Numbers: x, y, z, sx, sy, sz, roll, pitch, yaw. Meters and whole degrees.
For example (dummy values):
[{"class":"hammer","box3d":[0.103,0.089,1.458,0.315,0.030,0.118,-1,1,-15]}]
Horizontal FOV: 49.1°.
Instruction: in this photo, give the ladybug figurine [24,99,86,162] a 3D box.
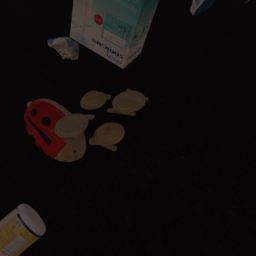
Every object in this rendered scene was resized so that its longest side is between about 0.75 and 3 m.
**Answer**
[{"class":"ladybug figurine","box3d":[-1.643,0.080,6.026,1.657,1.125,0.596,44,27,4]}]

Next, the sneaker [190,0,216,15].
[{"class":"sneaker","box3d":[1.655,-3.034,6.014,0.513,1.340,0.541,-28,72,-22]}]

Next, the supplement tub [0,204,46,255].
[{"class":"supplement tub","box3d":[-1.753,1.634,4.280,0.813,0.591,0.591,-40,61,-10]}]

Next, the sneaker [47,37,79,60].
[{"class":"sneaker","box3d":[-1.973,-2.500,8.802,0.539,1.409,0.569,-3,94,23]}]

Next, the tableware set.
[{"class":"tableware set","box3d":[-0.483,-0.236,5.041,1.342,0.186,1.607,13,50,25]}]

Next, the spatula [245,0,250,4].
[{"class":"spatula","box3d":[3.173,-3.510,7.508,0.347,0.126,1.227,-35,22,21]}]

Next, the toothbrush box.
[{"class":"toothbrush box","box3d":[-0.361,-3.436,7.789,2.056,2.808,1.198,33,51,8]}]
